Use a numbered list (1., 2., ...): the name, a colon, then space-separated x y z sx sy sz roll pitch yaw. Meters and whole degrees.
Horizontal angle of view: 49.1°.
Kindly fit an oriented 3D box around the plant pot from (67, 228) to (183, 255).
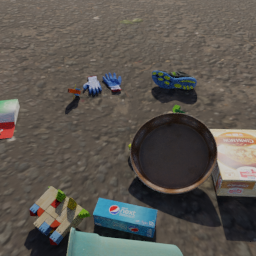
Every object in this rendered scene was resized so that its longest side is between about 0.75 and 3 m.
1. plant pot: -0.105 3.551 6.141 2.498 2.551 2.551 4 41 -8

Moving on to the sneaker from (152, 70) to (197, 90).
1. sneaker: 2.302 -2.448 14.089 2.274 0.806 0.942 10 30 7

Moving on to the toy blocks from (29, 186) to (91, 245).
1. toy blocks: -2.188 2.626 8.312 1.842 0.921 1.259 25 58 29

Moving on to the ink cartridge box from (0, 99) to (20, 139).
1. ink cartridge box: -5.634 -0.384 11.884 1.678 0.522 2.085 -6 40 -6

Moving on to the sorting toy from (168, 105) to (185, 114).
1. sorting toy: 2.316 -0.084 11.483 1.652 0.329 2.235 20 43 -6

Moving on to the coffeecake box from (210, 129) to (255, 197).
1. coffeecake box: 3.896 1.160 9.824 1.855 0.883 2.416 1 42 2

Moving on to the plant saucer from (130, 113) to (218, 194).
1. plant saucer: 1.562 0.866 9.773 2.972 0.512 2.972 -5 64 11

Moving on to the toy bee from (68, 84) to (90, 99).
1. toy bee: -2.471 -1.675 13.375 0.565 1.039 0.680 11 73 52

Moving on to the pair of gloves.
1. pair of gloves: -1.286 -2.278 14.209 2.029 0.231 1.631 -8 42 -10

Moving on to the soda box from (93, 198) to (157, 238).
1. soda box: -0.075 2.664 8.354 1.823 0.585 0.618 10 43 10

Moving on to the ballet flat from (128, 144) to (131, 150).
1. ballet flat: 0.756 0.427 10.876 1.816 0.607 0.609 -32 52 -28
